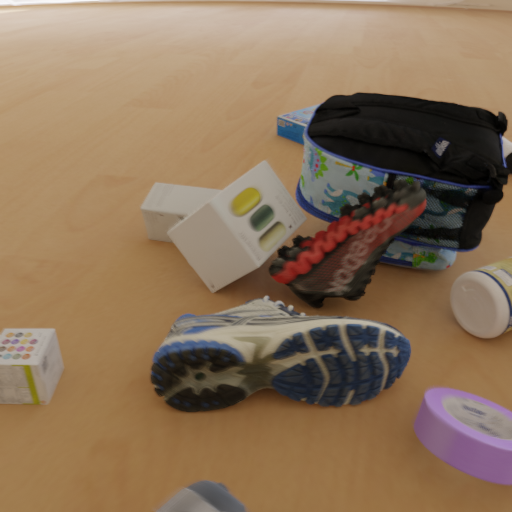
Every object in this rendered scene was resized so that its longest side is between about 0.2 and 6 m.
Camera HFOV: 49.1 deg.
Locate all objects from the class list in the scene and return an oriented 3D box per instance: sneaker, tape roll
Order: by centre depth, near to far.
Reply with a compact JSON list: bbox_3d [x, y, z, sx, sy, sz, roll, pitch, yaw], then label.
[{"bbox_3d":[2.603,2.104,6.656,1.347,0.442,1.347,15,13,-4],"label":"tape roll"},{"bbox_3d":[0.352,1.149,7.869,3.524,1.358,1.501,0,28,-2],"label":"sneaker"},{"bbox_3d":[1.610,-0.084,8.984,2.805,1.370,0.991,-34,10,23],"label":"sneaker"}]

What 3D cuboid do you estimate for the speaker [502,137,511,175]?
[{"bbox_3d":[6.352,-2.749,14.625,0.674,0.674,1.660,-4,33,-6],"label":"speaker"}]

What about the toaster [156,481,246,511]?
[{"bbox_3d":[-0.418,3.255,3.823,2.241,1.971,3.469,-27,34,-32],"label":"toaster"}]

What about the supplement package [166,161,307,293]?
[{"bbox_3d":[-0.305,-0.527,9.912,1.350,1.360,1.792,-30,10,44],"label":"supplement package"}]

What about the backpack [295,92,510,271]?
[{"bbox_3d":[2.587,-1.460,10.676,3.551,2.610,3.250,16,38,12],"label":"backpack"}]

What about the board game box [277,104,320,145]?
[{"bbox_3d":[2.043,-3.753,16.294,2.058,0.587,2.102,-24,39,-34],"label":"board game box"}]

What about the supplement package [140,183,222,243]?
[{"bbox_3d":[-1.413,-0.814,11.223,1.475,0.862,0.865,7,47,12],"label":"supplement package"}]

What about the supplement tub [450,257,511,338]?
[{"bbox_3d":[3.981,0.609,8.901,1.488,1.074,1.074,-15,35,-24],"label":"supplement tub"}]

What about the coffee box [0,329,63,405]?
[{"bbox_3d":[-3.194,1.523,7.756,0.736,0.744,0.743,0,32,1],"label":"coffee box"}]
